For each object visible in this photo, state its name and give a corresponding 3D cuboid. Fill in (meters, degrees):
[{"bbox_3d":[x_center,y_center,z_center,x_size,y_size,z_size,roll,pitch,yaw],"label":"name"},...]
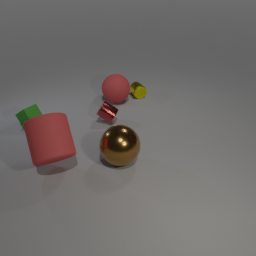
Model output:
[{"bbox_3d":[-0.276,0.589,9.508,1.400,1.400,1.400,0,31,0],"label":"ball"},{"bbox_3d":[0.524,-1.960,14.481,0.700,0.700,0.700,-11,32,-17],"label":"cylinder"},{"bbox_3d":[-4.115,-0.496,11.751,0.700,0.700,0.700,-22,12,36],"label":"cube"},{"bbox_3d":[-2.527,0.372,9.108,1.400,1.400,1.400,-16,-8,-2],"label":"cylinder"},{"bbox_3d":[-0.880,-0.695,11.977,0.700,0.700,0.700,33,30,-10],"label":"cylinder"},{"bbox_3d":[-0.587,-1.952,13.754,1.400,1.400,1.400,0,31,0],"label":"ball"}]
